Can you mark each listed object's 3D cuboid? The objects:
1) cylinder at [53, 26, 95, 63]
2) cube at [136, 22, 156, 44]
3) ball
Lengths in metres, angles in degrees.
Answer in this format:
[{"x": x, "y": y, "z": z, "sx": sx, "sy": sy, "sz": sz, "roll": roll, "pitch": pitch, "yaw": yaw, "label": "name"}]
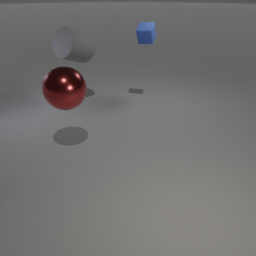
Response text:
[{"x": -2.451, "y": -3.766, "z": 12.769, "sx": 1.400, "sy": 1.400, "sz": 1.400, "roll": 21, "pitch": 15, "yaw": 34, "label": "cylinder"}, {"x": 0.829, "y": -4.282, "z": 12.668, "sx": 0.700, "sy": 0.700, "sz": 0.700, "roll": 6, "pitch": 52, "yaw": 19, "label": "cube"}, {"x": -2.035, "y": -1.270, "z": 9.018, "sx": 1.400, "sy": 1.400, "sz": 1.400, "roll": 0, "pitch": 28, "yaw": 0, "label": "ball"}]
